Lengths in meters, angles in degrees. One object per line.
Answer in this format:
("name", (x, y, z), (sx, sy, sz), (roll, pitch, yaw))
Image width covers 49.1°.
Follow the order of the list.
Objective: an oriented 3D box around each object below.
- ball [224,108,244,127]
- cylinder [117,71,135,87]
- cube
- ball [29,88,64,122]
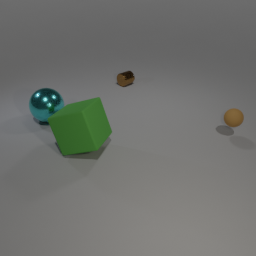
("ball", (3.903, -0.376, 10.346), (0.700, 0.700, 0.700), (0, 32, 0))
("cylinder", (-0.123, -2.626, 14.864), (0.700, 0.700, 0.700), (-27, 40, -37))
("cube", (-1.585, -0.067, 9.545), (1.400, 1.400, 1.400), (-10, 21, 23))
("ball", (-3.306, -0.934, 11.417), (1.400, 1.400, 1.400), (0, 32, 0))
